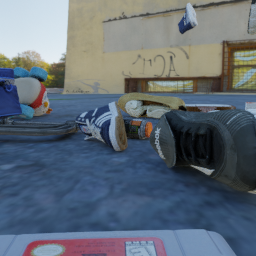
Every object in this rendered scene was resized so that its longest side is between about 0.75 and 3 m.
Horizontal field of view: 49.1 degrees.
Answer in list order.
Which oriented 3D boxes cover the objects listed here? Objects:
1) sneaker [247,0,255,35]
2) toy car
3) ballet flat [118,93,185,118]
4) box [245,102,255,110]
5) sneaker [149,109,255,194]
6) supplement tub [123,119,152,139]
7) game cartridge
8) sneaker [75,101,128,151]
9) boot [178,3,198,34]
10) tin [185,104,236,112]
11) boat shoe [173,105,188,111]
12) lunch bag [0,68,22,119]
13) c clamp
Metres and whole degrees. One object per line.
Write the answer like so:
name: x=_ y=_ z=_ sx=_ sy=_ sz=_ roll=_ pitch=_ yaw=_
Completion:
sneaker: x=3.016 y=-2.995 z=5.602 sx=0.908 sy=2.271 sz=0.837 roll=12 pitch=49 yaw=26
toy car: x=-3.803 y=-1.113 z=11.570 sx=1.909 sy=1.990 sz=2.159 roll=5 pitch=-19 yaw=28
ballet flat: x=0.728 y=-0.830 z=11.088 sx=2.992 sy=1.027 sz=0.943 roll=2 pitch=35 yaw=30
box: x=5.258 y=-0.671 z=10.910 sx=1.257 sy=0.613 sz=0.782 roll=3 pitch=9 yaw=20
sneaker: x=0.980 y=0.234 z=3.900 sx=1.352 sy=0.993 sz=2.988 roll=-2 pitch=5 yaw=4
supplement tub: x=0.184 y=0.023 z=6.806 sx=0.755 sy=0.463 sz=0.463 roll=4 pitch=9 yaw=22
game cartridge: x=-0.174 y=0.920 z=1.326 sx=1.771 sy=0.362 sz=1.179 roll=-1 pitch=13 yaw=-4
sneaker: x=-0.612 y=0.049 z=6.099 sx=1.033 sy=0.667 sz=1.904 roll=-17 pitch=25 yaw=4
boot: x=2.113 y=-4.008 z=10.220 sx=0.639 sy=0.515 sz=1.415 roll=-26 pitch=37 yaw=31
tin: x=3.351 y=-0.776 z=12.180 sx=2.554 sy=0.535 sz=1.430 roll=1 pitch=4 yaw=8
boat shoe: x=1.948 y=-0.497 z=9.717 sx=0.620 sy=0.621 sz=1.679 roll=5 pitch=10 yaw=28
lunch bag: x=-4.348 y=-0.981 z=8.080 sx=2.470 sy=1.634 sz=1.678 roll=-10 pitch=4 yaw=28
c clamp: x=-2.446 y=-0.004 z=7.360 sx=2.964 sy=0.401 sz=2.532 roll=2 pitch=9 yaw=0
